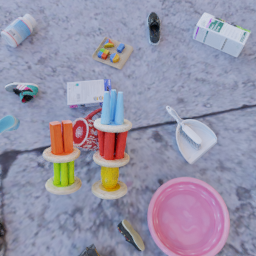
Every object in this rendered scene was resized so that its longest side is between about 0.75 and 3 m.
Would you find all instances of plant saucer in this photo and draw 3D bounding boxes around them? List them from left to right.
[{"bbox_3d":[1.759,2.703,8.371,2.393,0.606,2.393,0,66,-1],"label":"plant saucer"}]

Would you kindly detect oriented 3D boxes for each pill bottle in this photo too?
[{"bbox_3d":[-4.332,-3.929,11.216,0.736,0.736,1.353,34,70,14],"label":"pill bottle"}]

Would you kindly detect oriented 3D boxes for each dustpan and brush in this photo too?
[{"bbox_3d":[1.963,0.049,9.550,1.397,0.573,2.002,-37,71,-15],"label":"dustpan and brush"}]

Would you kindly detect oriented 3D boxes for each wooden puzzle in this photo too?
[{"bbox_3d":[-0.603,-3.016,11.050,1.299,0.301,1.203,25,68,10],"label":"wooden puzzle"}]

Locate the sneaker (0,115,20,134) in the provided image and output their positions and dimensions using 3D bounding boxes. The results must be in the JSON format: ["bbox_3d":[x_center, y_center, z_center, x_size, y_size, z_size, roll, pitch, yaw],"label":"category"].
[{"bbox_3d":[-3.327,0.019,7.448,1.001,0.654,0.398,-25,86,1],"label":"sneaker"}]

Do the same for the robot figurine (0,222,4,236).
[{"bbox_3d":[-4.277,3.106,8.062,0.882,1.062,1.414,-33,70,6],"label":"robot figurine"}]

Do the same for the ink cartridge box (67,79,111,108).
[{"bbox_3d":[-1.400,-1.267,10.266,1.630,0.342,0.972,-6,67,1],"label":"ink cartridge box"}]

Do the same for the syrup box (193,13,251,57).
[{"bbox_3d":[3.657,-3.686,11.072,1.978,0.806,0.779,28,68,11],"label":"syrup box"}]

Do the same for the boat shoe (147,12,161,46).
[{"bbox_3d":[1.093,-4.152,11.450,0.579,0.478,1.687,-1,66,0],"label":"boat shoe"}]

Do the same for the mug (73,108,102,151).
[{"bbox_3d":[-0.979,0.111,8.570,1.035,1.552,1.378,-35,60,29],"label":"mug"}]

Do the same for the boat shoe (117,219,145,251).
[{"bbox_3d":[0.089,3.223,8.309,0.326,0.380,1.040,-43,80,19],"label":"boat shoe"}]

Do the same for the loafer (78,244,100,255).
[{"bbox_3d":[-0.478,4.172,7.632,2.291,0.834,0.828,37,67,14],"label":"loafer"}]

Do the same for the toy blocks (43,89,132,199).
[{"bbox_3d":[-1.108,0.366,7.530,2.374,1.035,2.849,5,108,3],"label":"toy blocks"}]

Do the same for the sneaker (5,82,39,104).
[{"bbox_3d":[-3.903,-1.242,10.185,1.208,0.505,0.729,-1,57,-2],"label":"sneaker"}]
